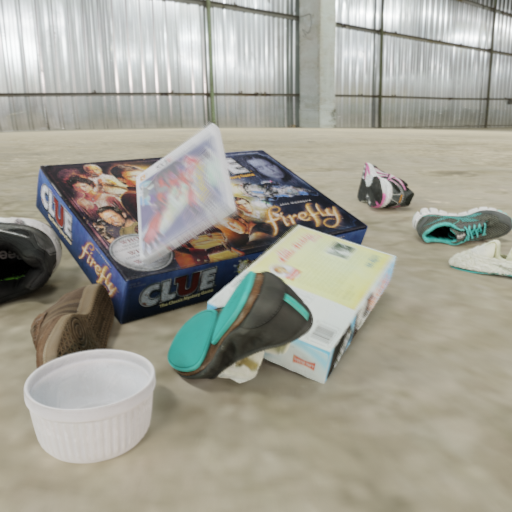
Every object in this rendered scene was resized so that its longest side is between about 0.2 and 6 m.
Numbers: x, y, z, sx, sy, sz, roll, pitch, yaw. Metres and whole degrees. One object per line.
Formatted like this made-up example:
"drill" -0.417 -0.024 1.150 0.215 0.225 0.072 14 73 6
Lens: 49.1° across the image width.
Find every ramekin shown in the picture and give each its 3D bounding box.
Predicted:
"ramekin" -1.397 1.289 4.824 1.076 0.565 1.076 -1 16 0

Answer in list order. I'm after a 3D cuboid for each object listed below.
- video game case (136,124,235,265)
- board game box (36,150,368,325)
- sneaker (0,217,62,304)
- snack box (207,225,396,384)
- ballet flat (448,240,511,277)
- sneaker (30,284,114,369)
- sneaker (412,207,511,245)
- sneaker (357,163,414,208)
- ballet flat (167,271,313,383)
"video game case" -0.970 -0.822 7.219 1.414 0.178 1.552 -30 49 21
"board game box" -0.804 -0.635 9.207 4.519 0.782 3.062 -13 42 -38
"sneaker" -4.518 0.154 7.463 3.820 1.269 1.728 -5 14 -24
"snack box" 0.654 0.430 6.905 1.478 0.472 2.543 20 31 21
"ballet flat" 4.069 0.046 9.075 1.820 0.653 0.653 13 21 39
"sneaker" -2.128 0.938 6.188 0.778 0.726 2.061 -20 14 3
"sneaker" 4.057 -0.486 11.015 1.889 0.733 0.862 -2 28 15
"sneaker" 3.442 -1.737 14.925 1.116 1.039 2.586 10 24 -5
"ballet flat" -0.192 0.829 5.324 0.778 0.773 2.273 27 -28 -14
